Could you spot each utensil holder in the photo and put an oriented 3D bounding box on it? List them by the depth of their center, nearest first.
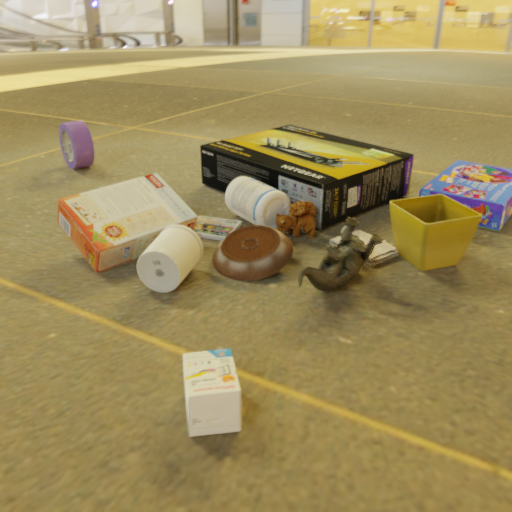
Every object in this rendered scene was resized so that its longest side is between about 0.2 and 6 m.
[{"bbox_3d":[-1.546,0.054,10.068,0.894,0.894,1.052,7,30,14],"label":"utensil holder"}]

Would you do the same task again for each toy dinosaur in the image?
[{"bbox_3d":[1.505,0.143,9.782,0.926,1.231,2.407,27,44,15],"label":"toy dinosaur"}]

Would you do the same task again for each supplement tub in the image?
[{"bbox_3d":[0.032,-1.173,12.481,0.922,0.922,1.398,-17,32,-31],"label":"supplement tub"}]

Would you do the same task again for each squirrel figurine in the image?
[{"bbox_3d":[0.826,-0.820,11.826,0.800,0.857,0.606,5,31,-16],"label":"squirrel figurine"}]

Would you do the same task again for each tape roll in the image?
[{"bbox_3d":[-5.176,-3.191,16.129,0.559,1.317,1.317,-18,32,-33],"label":"tape roll"}]

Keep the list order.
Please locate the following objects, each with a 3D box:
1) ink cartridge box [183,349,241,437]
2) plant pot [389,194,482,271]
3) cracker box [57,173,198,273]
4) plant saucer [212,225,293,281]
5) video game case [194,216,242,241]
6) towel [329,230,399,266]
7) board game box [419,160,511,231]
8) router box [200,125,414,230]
[{"bbox_3d":[-0.558,1.688,6.977,0.648,0.637,0.881,-5,27,-9],"label":"ink cartridge box"},{"bbox_3d":[3.343,-0.418,10.753,1.236,1.090,1.236,-9,28,-18],"label":"plant pot"},{"bbox_3d":[-2.561,-0.728,11.255,2.306,0.665,1.544,-24,59,-37],"label":"cracker box"},{"bbox_3d":[-0.090,-0.144,10.666,1.576,0.288,1.576,-7,38,5],"label":"plant saucer"},{"bbox_3d":[-0.948,-0.604,12.239,1.045,0.120,0.952,9,27,16],"label":"video game case"},{"bbox_3d":[2.166,-0.186,11.273,0.831,0.216,1.254,-17,31,-33],"label":"towel"},{"bbox_3d":[5.308,-1.537,13.536,1.879,0.626,2.795,17,31,31],"label":"board game box"},{"bbox_3d":[1.202,-2.202,14.286,3.397,1.128,4.321,-22,34,-38],"label":"router box"}]
